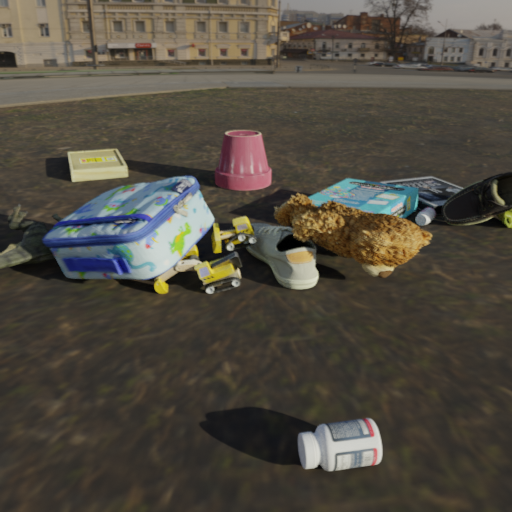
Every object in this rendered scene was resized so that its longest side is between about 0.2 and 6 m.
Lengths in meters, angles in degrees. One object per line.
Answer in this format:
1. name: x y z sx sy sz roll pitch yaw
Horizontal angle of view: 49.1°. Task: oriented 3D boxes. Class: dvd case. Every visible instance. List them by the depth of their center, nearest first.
1. dvd case: 4.287 -1.496 13.654 1.668 0.274 2.219 -8 25 -20

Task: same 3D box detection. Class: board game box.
1. board game box: 2.243 -1.072 12.223 1.787 0.555 2.367 14 26 33

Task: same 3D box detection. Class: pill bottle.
1. pill bottle: 0.802 1.851 5.463 0.739 0.442 0.442 -4 23 -9
2. pill bottle: 3.638 -0.839 12.049 0.296 0.296 0.521 15 27 31

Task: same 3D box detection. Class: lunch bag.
1. lunch bag: -2.146 -0.436 9.406 2.533 1.044 2.036 -1 33 36

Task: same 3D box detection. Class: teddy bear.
1. teddy bear: 1.537 -0.341 9.736 2.938 0.981 2.130 22 1 35

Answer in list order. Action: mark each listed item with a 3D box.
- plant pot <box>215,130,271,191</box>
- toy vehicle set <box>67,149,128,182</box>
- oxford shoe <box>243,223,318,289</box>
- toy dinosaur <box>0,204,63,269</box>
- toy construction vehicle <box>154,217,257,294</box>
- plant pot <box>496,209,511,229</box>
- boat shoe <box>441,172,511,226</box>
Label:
1. plant pot: -0.355 -2.573 14.830 1.511 1.352 1.511 0 23 0
2. toy vehicle set: -4.685 -2.691 16.420 1.510 0.322 2.431 -8 24 -17
3. oxford shoe: 0.427 -0.223 10.045 0.967 0.743 2.572 -8 23 -15
4. toy dinosaur: -4.123 -0.184 9.966 1.513 0.815 3.433 19 32 24
5. toy construction vehicle: -0.848 -0.052 9.393 1.727 0.608 1.504 -14 36 4
6. plant pot: 5.442 -1.092 11.912 1.023 1.023 0.941 0 39 1
7. boat shoe: 4.834 -1.265 11.270 2.382 0.872 0.772 -23 -15 31
